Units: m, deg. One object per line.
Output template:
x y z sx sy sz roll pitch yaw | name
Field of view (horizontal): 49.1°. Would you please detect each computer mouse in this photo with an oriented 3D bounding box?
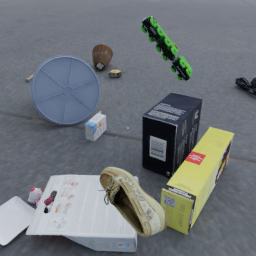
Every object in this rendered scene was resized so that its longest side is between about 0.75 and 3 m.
6.188 -1.985 12.492 2.413 0.636 1.671 -20 36 -10 | computer mouse

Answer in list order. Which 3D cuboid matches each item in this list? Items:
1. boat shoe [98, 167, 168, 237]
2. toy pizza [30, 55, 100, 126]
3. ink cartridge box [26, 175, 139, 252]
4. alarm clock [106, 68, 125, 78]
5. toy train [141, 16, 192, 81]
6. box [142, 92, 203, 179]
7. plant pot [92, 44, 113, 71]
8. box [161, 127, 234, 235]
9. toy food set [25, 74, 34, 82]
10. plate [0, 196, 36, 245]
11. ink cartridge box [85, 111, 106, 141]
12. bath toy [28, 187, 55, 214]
-0.041 1.154 4.617 0.486 0.568 1.550 -11 30 -40 | boat shoe
-2.149 -1.295 9.774 2.418 2.418 0.383 -15 14 -22 | toy pizza
-0.887 1.862 6.396 2.246 0.531 1.797 0 33 5 | ink cartridge box
-0.692 -2.680 13.786 0.939 0.313 0.634 -18 37 -29 | alarm clock
1.197 -2.374 8.370 0.480 2.299 0.648 -25 28 36 | toy train
1.244 0.156 7.915 1.033 1.730 1.759 18 36 29 | box
-1.393 -3.566 14.622 1.125 1.125 1.204 2 47 3 | plant pot
1.797 1.133 6.964 0.744 1.117 2.969 19 38 28 | box
-3.979 -2.744 13.873 1.296 0.321 2.038 12 34 18 | toy food set
-2.642 2.085 6.316 1.003 0.163 1.006 22 38 29 | plate
-1.016 -0.084 9.373 0.345 0.586 1.018 15 35 21 | ink cartridge box
-1.934 1.745 6.617 1.156 0.427 0.503 24 39 34 | bath toy
